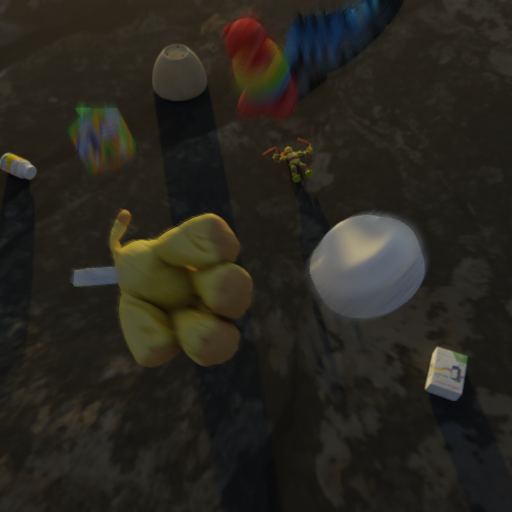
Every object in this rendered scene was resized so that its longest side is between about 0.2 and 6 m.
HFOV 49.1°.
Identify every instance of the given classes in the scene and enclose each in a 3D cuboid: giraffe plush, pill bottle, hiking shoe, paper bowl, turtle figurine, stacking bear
[{"bbox_3d":[-0.917,0.445,7.305,2.208,1.791,1.905,13,87,20],"label":"giraffe plush"},{"bbox_3d":[-5.183,-1.930,12.224,0.717,0.404,0.404,24,57,16],"label":"pill bottle"},{"bbox_3d":[1.264,-4.048,10.314,1.290,2.976,1.107,51,37,-10],"label":"hiking shoe"},{"bbox_3d":[1.567,0.044,8.197,1.619,0.842,1.619,-19,40,16],"label":"paper bowl"},{"bbox_3d":[0.786,-2.063,12.341,1.170,0.377,0.944,-15,62,-19],"label":"turtle figurine"},{"bbox_3d":[0.011,-3.244,9.483,1.073,1.766,1.004,10,74,21],"label":"stacking bear"}]

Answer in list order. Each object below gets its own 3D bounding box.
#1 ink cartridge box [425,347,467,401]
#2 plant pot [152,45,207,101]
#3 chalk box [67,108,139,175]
[{"bbox_3d":[3.208,1.987,9.432,0.535,0.322,0.736,18,57,12],"label":"ink cartridge box"},{"bbox_3d":[-1.943,-4.650,13.880,1.378,0.925,1.378,0,54,1],"label":"plant pot"},{"bbox_3d":[-2.845,-2.217,10.204,0.743,0.738,1.191,-27,89,-54],"label":"chalk box"}]
